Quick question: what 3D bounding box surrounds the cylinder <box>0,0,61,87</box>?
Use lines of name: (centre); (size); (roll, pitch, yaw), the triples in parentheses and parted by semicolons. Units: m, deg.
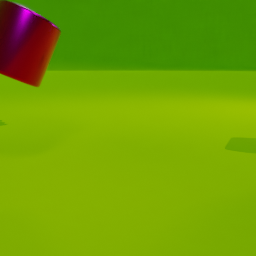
cylinder: (-1.401, -1.059, 3.629); (0.824, 0.824, 0.824); (23, 3, -1)
